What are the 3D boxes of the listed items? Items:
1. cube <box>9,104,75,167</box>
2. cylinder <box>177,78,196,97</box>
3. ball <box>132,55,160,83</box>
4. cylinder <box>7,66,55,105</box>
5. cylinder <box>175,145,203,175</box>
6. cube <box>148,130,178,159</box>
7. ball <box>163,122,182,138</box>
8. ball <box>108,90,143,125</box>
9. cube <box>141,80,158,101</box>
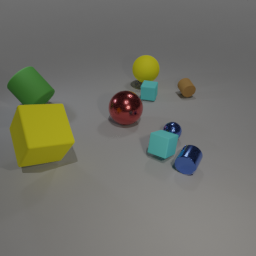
[{"bbox_3d":[-2.680,0.211,8.631,1.400,1.400,1.400,-6,65,-36],"label":"cube"},{"bbox_3d":[2.881,-1.993,13.787,0.700,0.700,0.700,-7,43,-11],"label":"cylinder"},{"bbox_3d":[0.923,-3.035,14.450,1.400,1.400,1.400,0,30,0],"label":"ball"},{"bbox_3d":[-4.109,-1.641,11.927,1.400,1.400,1.400,47,39,-2],"label":"cylinder"},{"bbox_3d":[1.921,1.000,8.857,0.700,0.700,0.700,16,37,25],"label":"cylinder"},{"bbox_3d":[1.166,0.524,9.330,0.700,0.700,0.700,18,18,33],"label":"cube"},{"bbox_3d":[1.647,0.114,10.413,0.700,0.700,0.700,0,30,0],"label":"ball"},{"bbox_3d":[-0.090,-0.815,11.341,1.400,1.400,1.400,0,30,0],"label":"ball"},{"bbox_3d":[1.029,-1.809,13.540,0.700,0.700,0.700,9,36,14],"label":"cube"}]
